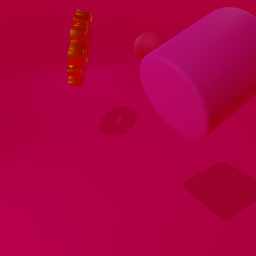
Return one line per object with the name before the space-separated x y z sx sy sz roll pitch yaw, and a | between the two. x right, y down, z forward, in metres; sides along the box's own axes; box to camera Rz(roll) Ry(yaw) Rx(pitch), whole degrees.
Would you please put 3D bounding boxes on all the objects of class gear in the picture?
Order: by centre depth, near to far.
gear | -1.234 -2.025 7.278 0.345 1.866 1.866 8 29 -5

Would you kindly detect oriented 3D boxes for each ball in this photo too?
ball | 0.732 -3.025 10.419 0.991 0.991 0.991 0 30 0

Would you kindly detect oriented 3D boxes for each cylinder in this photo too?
cylinder | 1.089 -0.755 3.956 1.346 1.346 1.346 -36 41 -15
